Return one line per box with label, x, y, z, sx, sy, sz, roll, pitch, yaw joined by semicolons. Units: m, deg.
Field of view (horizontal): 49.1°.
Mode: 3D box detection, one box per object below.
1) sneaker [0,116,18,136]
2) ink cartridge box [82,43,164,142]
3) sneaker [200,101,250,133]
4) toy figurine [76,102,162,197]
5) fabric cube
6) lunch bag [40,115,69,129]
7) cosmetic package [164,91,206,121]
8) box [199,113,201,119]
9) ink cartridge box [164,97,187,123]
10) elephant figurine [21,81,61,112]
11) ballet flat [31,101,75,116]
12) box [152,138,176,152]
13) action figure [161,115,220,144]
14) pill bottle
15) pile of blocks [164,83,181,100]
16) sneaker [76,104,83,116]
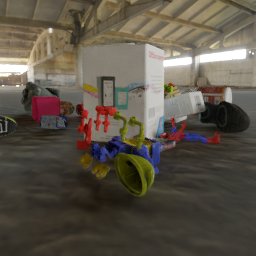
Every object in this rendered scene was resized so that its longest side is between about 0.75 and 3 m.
sneaker;-4.624;-0.116;9.505;1.940;0.717;0.785;3;7;7
ink cartridge box;-0.063;-1.100;8.835;2.042;2.797;2.052;4;10;21
sneaker;3.843;-0.452;10.565;1.325;1.108;2.919;7;12;-10
toy figurine;0.170;0.282;5.409;1.533;1.349;2.558;0;9;-32
fabric cube;-3.816;-0.899;13.037;1.090;1.069;1.086;-5;12;-28
lunch bag;-2.785;-0.230;10.637;0.760;0.554;0.894;3;-3;17
cosmetic package;1.711;-0.743;11.000;2.268;0.808;1.151;-14;0;39
box;3.849;-0.618;13.662;0.484;0.289;1.177;5;11;29
ink cartridge box;1.280;-0.967;13.261;2.656;1.100;1.936;5;10;26
elephant figurine;-4.788;-1.732;16.729;2.647;1.873;2.054;12;28;-42
ballet flat;-4.110;-1.058;14.651;2.638;0.930;0.861;0;19;18
box;0.744;0.458;7.481;0.663;0.183;0.970;7;12;38
action figure;1.799;0.043;8.245;1.676;0.830;0.547;-2;9;6
pill bottle;4.732;-1.736;16.802;2.613;1.466;1.466;7;12;33
pile of blocks;1.273;-1.592;11.865;2.109;0.655;0.866;-11;22;-19
sneaker;-2.079;-0.889;14.713;1.557;0.606;0.640;15;11;25
